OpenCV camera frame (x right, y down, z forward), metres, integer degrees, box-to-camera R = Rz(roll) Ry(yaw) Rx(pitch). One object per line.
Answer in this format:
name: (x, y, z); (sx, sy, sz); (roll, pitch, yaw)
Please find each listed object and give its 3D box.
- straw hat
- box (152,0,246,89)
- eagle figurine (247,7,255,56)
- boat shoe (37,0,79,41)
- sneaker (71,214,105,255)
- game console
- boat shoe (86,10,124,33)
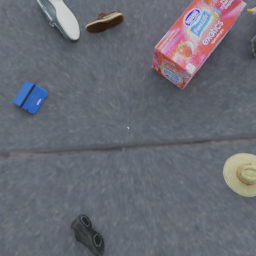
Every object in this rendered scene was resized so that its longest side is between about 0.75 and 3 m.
straw hat: (3.443, 1.305, 7.904); (1.342, 0.568, 1.342); (0, 78, 0)
box: (2.012, -2.681, 8.295); (1.271, 1.378, 2.685); (38, 82, 7)
eagle figurine: (4.421, -3.374, 8.372); (1.652, 1.661, 2.189); (-16, 57, 32)
boat shoe: (-2.251, -3.576, 8.957); (0.630, 0.742, 2.039); (-33, 86, 38)
sneaker: (-1.100, 2.982, 7.616); (0.563, 0.471, 1.241); (-44, 70, 22)
game console: (-3.004, -0.937, 8.598); (0.700, 0.485, 0.820); (33, 79, -25)
boat shoe: (-0.789, -3.449, 8.943); (1.281, 0.462, 0.461); (-24, 67, -5)
